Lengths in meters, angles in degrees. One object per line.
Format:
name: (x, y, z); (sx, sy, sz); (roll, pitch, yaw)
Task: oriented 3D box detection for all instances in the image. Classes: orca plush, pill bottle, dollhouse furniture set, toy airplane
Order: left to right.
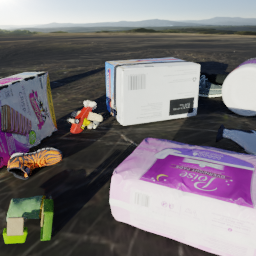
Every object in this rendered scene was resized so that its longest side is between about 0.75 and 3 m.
dollhouse furniture set: (-1.583, 1.264, 4.522); (0.694, 0.532, 1.060); (3, 20, -17)
toy airplane: (-1.224, -0.310, 8.247); (1.017, 0.721, 1.022); (-26, 38, 7)
orca plush: (3.002, 0.480, 6.857); (1.664, 0.591, 0.875); (9, 68, 31)
pill bottle: (4.587, -1.641, 10.243); (1.669, 1.669, 2.995); (12, 26, 27)

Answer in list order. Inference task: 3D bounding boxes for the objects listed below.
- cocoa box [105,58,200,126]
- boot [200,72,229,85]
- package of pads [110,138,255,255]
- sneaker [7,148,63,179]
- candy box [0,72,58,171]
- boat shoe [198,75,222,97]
cocoa box: (0.746, -1.301, 9.256); (2.656, 1.771, 1.743); (-8, 24, -19)
boot: (3.906, -2.261, 13.182); (1.434, 0.647, 1.750); (12, 22, 25)
package of pads: (1.269, 1.050, 4.464); (2.782, 1.053, 1.676); (10, 24, 23)
sneaker: (-1.997, 0.803, 6.021); (1.157, 0.449, 0.648); (-10, 29, -4)
candy box: (-2.791, -0.268, 6.731); (0.784, 1.752, 2.569); (3, 23, 17)
boat shoe: (3.010, -1.857, 11.953); (2.499, 0.772, 0.910); (13, 25, 28)
